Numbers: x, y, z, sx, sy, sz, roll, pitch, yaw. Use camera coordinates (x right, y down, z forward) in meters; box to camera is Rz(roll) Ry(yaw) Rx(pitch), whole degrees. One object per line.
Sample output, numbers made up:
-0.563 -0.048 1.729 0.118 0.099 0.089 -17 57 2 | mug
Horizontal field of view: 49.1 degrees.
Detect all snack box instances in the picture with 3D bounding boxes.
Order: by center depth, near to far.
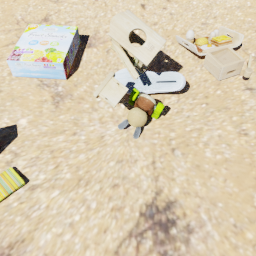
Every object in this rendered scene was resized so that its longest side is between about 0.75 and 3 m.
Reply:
-3.162 -3.022 10.880 2.104 0.844 2.495 4 49 4 | snack box

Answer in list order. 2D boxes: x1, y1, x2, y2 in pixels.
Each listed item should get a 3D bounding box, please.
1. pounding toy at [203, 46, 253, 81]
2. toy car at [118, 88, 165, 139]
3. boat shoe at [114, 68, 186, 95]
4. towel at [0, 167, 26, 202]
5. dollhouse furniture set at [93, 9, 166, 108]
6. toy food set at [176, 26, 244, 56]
3.859 -2.235 10.287 1.414 0.736 1.609 -19 53 -15 | pounding toy
0.315 -0.348 8.709 1.087 1.044 1.324 31 78 5 | toy car
0.720 -1.514 9.670 2.591 0.804 0.933 8 88 22 | boat shoe
-3.654 1.793 7.324 1.819 0.164 0.783 -38 54 -26 | towel
-0.319 -1.984 9.002 1.540 2.770 2.450 38 91 -3 | dollhouse furniture set
3.240 -3.623 11.232 2.212 0.668 1.587 -17 36 -13 | toy food set
